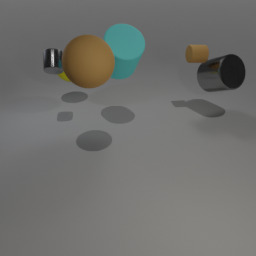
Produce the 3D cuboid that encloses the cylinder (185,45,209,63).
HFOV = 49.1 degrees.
[{"bbox_3d":[2.760,-2.966,11.215,0.700,0.700,0.700,-3,29,-13],"label":"cylinder"}]

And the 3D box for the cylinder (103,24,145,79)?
[{"bbox_3d":[-0.247,-2.641,9.824,1.400,1.400,1.400,4,71,-12],"label":"cylinder"}]

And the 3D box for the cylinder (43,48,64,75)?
[{"bbox_3d":[-2.640,-2.346,9.921,0.700,0.700,0.700,-4,-10,-1],"label":"cylinder"}]

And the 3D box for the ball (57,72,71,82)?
[{"bbox_3d":[-2.658,-2.820,12.844,1.400,1.400,1.400,0,29,0],"label":"ball"}]

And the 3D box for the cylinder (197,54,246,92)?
[{"bbox_3d":[3.832,-2.231,11.596,1.400,1.400,1.400,-13,8,-23],"label":"cylinder"}]

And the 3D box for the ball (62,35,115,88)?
[{"bbox_3d":[-1.056,-1.764,7.495,1.400,1.400,1.400,0,29,0],"label":"ball"}]
